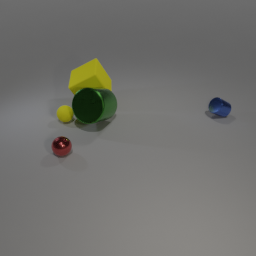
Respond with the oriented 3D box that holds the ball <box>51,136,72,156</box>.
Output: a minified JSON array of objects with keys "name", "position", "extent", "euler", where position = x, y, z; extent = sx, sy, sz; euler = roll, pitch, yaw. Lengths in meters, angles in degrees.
[{"name":"ball","position":[-2.320,0.637,9.799],"extent":[0.700,0.700,0.700],"euler":[0,31,0]}]

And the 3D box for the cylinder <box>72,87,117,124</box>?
[{"name":"cylinder","position":[-1.318,-0.927,11.297],"extent":[1.400,1.400,1.400],"euler":[11,11,18]}]

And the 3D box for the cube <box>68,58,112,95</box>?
[{"name":"cube","position":[-1.678,-2.008,12.728],"extent":[1.400,1.400,1.400],"euler":[-23,40,16]}]

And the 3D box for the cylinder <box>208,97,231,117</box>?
[{"name":"cylinder","position":[3.957,-0.892,12.065],"extent":[0.700,0.700,0.700],"euler":[17,19,-36]}]

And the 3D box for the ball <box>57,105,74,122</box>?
[{"name":"ball","position":[-2.628,-0.598,11.722],"extent":[0.700,0.700,0.700],"euler":[0,31,0]}]
